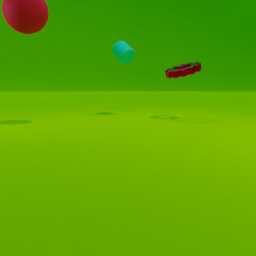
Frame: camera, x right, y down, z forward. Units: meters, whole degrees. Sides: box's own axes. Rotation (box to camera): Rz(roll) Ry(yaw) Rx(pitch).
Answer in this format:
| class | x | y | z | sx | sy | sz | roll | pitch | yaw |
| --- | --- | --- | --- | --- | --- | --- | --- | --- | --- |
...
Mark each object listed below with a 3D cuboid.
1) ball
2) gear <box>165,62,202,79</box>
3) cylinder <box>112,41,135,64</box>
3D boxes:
| class | x | y | z | sx | sy | sz | roll | pitch | yaw |
| --- | --- | --- | --- | --- | --- | --- | --- | --- | --- |
| ball | -2.969 | -3.403 | 8.144 | 1.286 | 1.286 | 1.286 | 0 | 8 | 0 |
| gear | 2.090 | -2.196 | 10.609 | 1.332 | 0.246 | 1.332 | -14 | 19 | 5 |
| cylinder | -0.195 | -3.227 | 11.989 | 0.726 | 0.726 | 0.726 | -8 | 48 | -45 |
